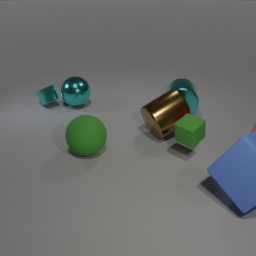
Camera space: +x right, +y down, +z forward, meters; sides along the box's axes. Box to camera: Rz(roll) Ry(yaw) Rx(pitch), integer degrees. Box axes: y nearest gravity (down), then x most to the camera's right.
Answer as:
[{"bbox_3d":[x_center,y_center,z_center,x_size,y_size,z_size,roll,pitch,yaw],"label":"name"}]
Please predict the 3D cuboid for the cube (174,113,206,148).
[{"bbox_3d":[1.969,0.082,8.870,0.700,0.700,0.700,26,51,38],"label":"cube"}]

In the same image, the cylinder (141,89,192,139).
[{"bbox_3d":[1.418,-0.526,10.558,1.400,1.400,1.400,-32,36,-11],"label":"cylinder"}]

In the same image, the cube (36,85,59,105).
[{"bbox_3d":[-3.802,-1.549,13.219,0.700,0.700,0.700,-30,15,-29],"label":"cube"}]

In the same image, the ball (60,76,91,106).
[{"bbox_3d":[-2.435,-1.709,13.084,1.400,1.400,1.400,0,28,0],"label":"ball"}]

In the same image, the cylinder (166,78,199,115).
[{"bbox_3d":[2.387,-1.328,12.448,1.400,1.400,1.400,4,28,7],"label":"cylinder"}]

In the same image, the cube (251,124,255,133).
[{"bbox_3d":[4.509,0.593,8.556,1.400,1.400,1.400,20,49,31],"label":"cube"}]

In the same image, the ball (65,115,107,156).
[{"bbox_3d":[-1.421,0.245,9.559,1.400,1.400,1.400,0,28,0],"label":"ball"}]

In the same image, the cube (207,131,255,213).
[{"bbox_3d":[3.233,1.064,7.233,1.400,1.400,1.400,-10,55,-47],"label":"cube"}]
